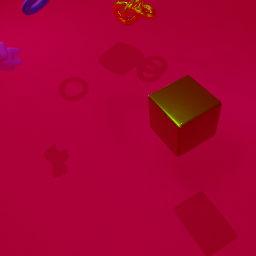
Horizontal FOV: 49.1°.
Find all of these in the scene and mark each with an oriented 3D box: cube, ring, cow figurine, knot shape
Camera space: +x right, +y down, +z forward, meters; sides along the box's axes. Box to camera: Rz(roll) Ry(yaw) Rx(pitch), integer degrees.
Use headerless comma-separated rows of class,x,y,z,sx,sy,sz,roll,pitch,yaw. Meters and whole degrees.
cube,1.079,-0.236,5.505,0.986,0.986,0.986,-29,54,-14
ring,-2.706,-3.795,8.382,0.225,1.124,1.124,50,61,-13
cow figurine,-2.972,-1.643,6.541,0.934,0.949,0.521,-12,84,-48
knot shape,0.192,-3.961,9.372,1.507,1.411,0.697,-3,97,8
